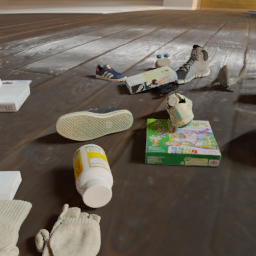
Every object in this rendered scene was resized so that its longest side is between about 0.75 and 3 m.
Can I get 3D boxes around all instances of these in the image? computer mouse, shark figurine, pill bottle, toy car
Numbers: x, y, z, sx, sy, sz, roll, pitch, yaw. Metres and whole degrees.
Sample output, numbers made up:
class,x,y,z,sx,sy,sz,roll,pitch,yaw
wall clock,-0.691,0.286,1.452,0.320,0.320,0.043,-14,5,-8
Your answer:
class,x,y,z,sx,sy,sz,roll,pitch,yaw
computer mouse,1.598,-1.715,12.372,0.929,0.354,1.342,-23,27,-13
shark figurine,4.810,-2.102,12.942,2.393,1.430,0.998,-3,50,-42
pill bottle,-0.846,1.138,6.777,0.871,0.871,1.544,-7,30,-13
toy car,1.840,-3.517,15.451,0.859,0.895,0.971,-8,1,-14

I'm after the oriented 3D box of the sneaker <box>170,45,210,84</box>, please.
class,x,y,z,sx,sy,sz,roll,pitch,yaw
sneaker,3.002,-3.236,13.823,2.881,1.664,1.081,-22,36,-35

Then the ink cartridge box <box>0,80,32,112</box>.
class,x,y,z,sx,sy,sz,roll,pitch,yaw
ink cartridge box,-5.309,-1.354,11.595,2.194,0.446,2.198,0,33,2

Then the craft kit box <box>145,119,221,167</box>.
class,x,y,z,sx,sy,sz,roll,pitch,yaw
craft kit box,1.582,0.385,8.578,2.066,0.501,2.040,2,26,3

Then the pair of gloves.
class,x,y,z,sx,sy,sz,roll,pitch,yaw
pair of gloves,-1.847,2.199,5.282,2.598,0.455,2.209,6,30,9

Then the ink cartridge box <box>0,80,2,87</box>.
class,x,y,z,sx,sy,sz,roll,pitch,yaw
ink cartridge box,-6.150,-1.201,9.985,2.055,1.186,2.824,1,45,3

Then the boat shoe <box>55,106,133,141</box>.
class,x,y,z,sx,sy,sz,roll,pitch,yaw
boat shoe,-1.109,-0.208,9.180,2.596,0.969,0.808,-10,25,-27

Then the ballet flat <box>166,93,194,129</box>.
class,x,y,z,sx,sy,sz,roll,pitch,yaw
ballet flat,1.706,-0.787,9.511,0.927,0.857,2.748,-30,12,11

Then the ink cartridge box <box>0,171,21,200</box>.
class,x,y,z,sx,sy,sz,roll,pitch,yaw
ink cartridge box,-3.274,1.555,6.569,1.098,0.324,1.371,0,30,0

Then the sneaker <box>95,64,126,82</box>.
class,x,y,z,sx,sy,sz,roll,pitch,yaw
sneaker,-0.891,-2.814,14.031,1.737,0.734,0.651,13,32,22

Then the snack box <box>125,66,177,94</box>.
class,x,y,z,sx,sy,sz,roll,pitch,yaw
snack box,1.014,-2.226,12.798,2.162,0.401,1.256,-17,29,-3
